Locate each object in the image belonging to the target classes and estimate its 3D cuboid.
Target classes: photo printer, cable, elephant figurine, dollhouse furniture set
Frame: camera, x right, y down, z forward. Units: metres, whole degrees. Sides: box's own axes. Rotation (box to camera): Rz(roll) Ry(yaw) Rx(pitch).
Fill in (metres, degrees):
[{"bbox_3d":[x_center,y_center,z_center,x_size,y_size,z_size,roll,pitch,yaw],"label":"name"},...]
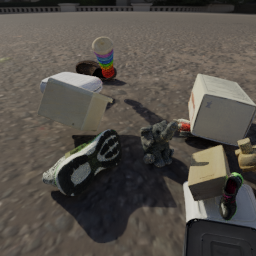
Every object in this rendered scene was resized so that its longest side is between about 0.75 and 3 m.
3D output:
[{"bbox_3d":[-2.305,-1.747,11.929,2.190,0.761,1.822,14,30,23],"label":"photo printer"},{"bbox_3d":[2.357,0.040,8.802,1.916,0.482,0.930,5,18,13],"label":"cable"},{"bbox_3d":[0.844,0.226,7.495,1.108,1.428,1.010,11,30,20],"label":"elephant figurine"},{"bbox_3d":[2.811,1.459,6.007,2.397,1.953,2.280,-21,9,20],"label":"dollhouse furniture set"}]

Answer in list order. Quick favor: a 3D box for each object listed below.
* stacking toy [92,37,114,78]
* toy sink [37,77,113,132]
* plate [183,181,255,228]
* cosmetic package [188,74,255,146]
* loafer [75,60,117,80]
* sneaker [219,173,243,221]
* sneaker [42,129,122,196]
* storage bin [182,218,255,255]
[{"bbox_3d":[-0.916,-2.767,11.439,0.821,1.924,0.821,-1,64,2],"label":"stacking toy"},{"bbox_3d":[-1.526,-0.637,8.666,1.414,1.216,2.170,20,5,10],"label":"toy sink"},{"bbox_3d":[2.057,1.648,6.064,1.613,0.261,1.609,3,28,7],"label":"plate"},{"bbox_3d":[2.821,-0.709,8.900,1.522,1.284,2.944,16,23,6],"label":"cosmetic package"},{"bbox_3d":[-1.705,-2.889,14.022,2.244,0.820,0.797,9,28,18],"label":"loafer"},{"bbox_3d":[1.860,1.274,5.212,0.349,0.910,0.381,14,7,43],"label":"sneaker"},{"bbox_3d":[-1.143,0.736,7.215,1.179,1.023,2.661,-3,17,34],"label":"sneaker"},{"bbox_3d":[1.399,2.356,4.087,1.257,0.872,1.860,7,28,11],"label":"storage bin"}]
